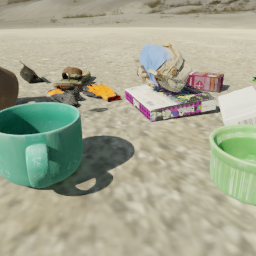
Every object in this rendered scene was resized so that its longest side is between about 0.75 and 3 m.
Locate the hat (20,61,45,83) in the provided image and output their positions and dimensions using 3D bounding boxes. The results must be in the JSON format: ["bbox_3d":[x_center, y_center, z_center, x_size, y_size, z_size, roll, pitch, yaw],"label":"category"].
[{"bbox_3d":[-4.178,-2.218,11.758,0.529,1.312,1.312,-50,39,-7],"label":"hat"}]

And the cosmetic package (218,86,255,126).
[{"bbox_3d":[2.900,-0.370,7.071,1.000,0.728,1.967,-17,16,21],"label":"cosmetic package"}]

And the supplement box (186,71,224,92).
[{"bbox_3d":[2.966,-1.824,10.919,1.360,0.583,0.751,11,26,24],"label":"supplement box"}]

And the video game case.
[{"bbox_3d":[1.251,-0.953,8.994,2.129,0.421,2.349,-12,25,-15],"label":"video game case"}]

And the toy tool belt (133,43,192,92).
[{"bbox_3d":[0.818,-1.985,8.491,1.352,1.373,2.199,4,31,-29],"label":"toy tool belt"}]

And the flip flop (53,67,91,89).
[{"bbox_3d":[-2.221,-2.145,11.393,1.119,0.795,2.760,5,24,11],"label":"flip flop"}]

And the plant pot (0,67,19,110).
[{"bbox_3d":[-4.273,-1.175,8.178,2.036,2.036,1.775,21,12,39],"label":"plant pot"}]

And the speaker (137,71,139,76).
[{"bbox_3d":[0.811,-2.623,13.113,0.790,0.321,0.321,-16,28,-33],"label":"speaker"}]

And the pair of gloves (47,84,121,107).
[{"bbox_3d":[-1.615,-1.208,9.903,2.278,0.282,2.030,-14,27,-28],"label":"pair of gloves"}]

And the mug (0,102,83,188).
[{"bbox_3d":[-1.676,0.400,5.025,1.591,1.197,1.936,7,25,14],"label":"mug"}]

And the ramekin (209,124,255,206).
[{"bbox_3d":[2.268,0.623,4.972,1.680,0.821,1.680,0,23,0],"label":"ramekin"}]

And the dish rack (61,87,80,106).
[{"bbox_3d":[-1.692,-0.734,7.890,0.264,0.742,0.968,32,72,3],"label":"dish rack"}]

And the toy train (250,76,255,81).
[{"bbox_3d":[5.835,-2.240,12.359,1.128,0.235,0.318,-12,16,-26],"label":"toy train"}]
